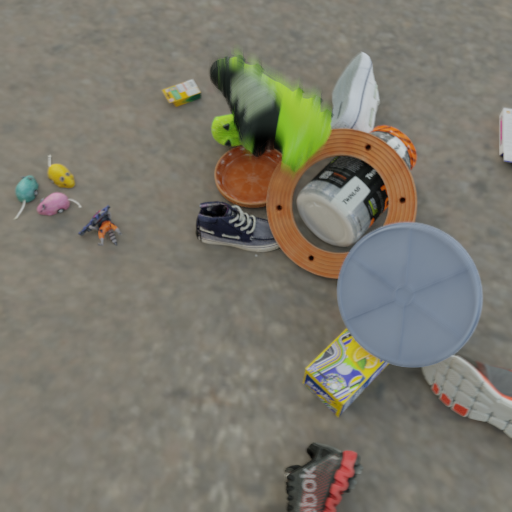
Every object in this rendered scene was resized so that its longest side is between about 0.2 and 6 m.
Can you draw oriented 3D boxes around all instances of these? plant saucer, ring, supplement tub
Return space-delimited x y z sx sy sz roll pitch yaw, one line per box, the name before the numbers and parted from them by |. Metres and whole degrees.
plant saucer | -0.068 -1.689 11.905 1.622 0.262 1.622 0 60 1
ring | 1.574 -0.965 10.555 2.809 0.269 2.809 1 95 16
supplement tub | 2.040 -1.423 11.064 1.459 1.459 2.381 37 67 19

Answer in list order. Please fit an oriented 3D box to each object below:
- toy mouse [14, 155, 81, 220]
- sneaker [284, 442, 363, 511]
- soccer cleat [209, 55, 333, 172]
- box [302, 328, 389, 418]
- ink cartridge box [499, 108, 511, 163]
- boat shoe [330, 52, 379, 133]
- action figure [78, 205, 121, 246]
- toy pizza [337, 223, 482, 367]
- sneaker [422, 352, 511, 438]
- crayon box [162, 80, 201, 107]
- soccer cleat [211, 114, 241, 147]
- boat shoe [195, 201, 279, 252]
toy mouse | -4.461 -1.311 11.639 1.705 0.330 1.515 40 67 20
sneaker | 0.747 3.781 8.453 1.049 0.759 2.148 26 61 14
soccer cleat | -0.039 -2.667 10.201 1.343 1.119 3.314 -53 50 4
box | 1.977 1.534 9.723 2.511 0.807 0.880 -40 68 -21
ink cartridge box | 5.814 -2.569 12.396 0.764 0.299 1.614 11 58 6
boat shoe | 2.291 -3.474 12.660 0.918 1.011 2.749 32 54 -18
action figure | -3.109 -0.541 11.245 0.869 0.454 0.840 -36 56 11
toy pizza | 2.367 0.607 8.804 2.258 0.358 2.258 1 93 30
sneaker | 3.956 2.253 9.448 2.418 0.932 0.990 35 38 19
crayon box | -1.751 -3.804 13.156 0.785 0.203 0.494 -23 62 -13
soccer cleat | 0.305 -2.866 12.269 2.604 0.879 1.055 -3 31 -10
boat shoe | -0.293 -0.594 10.915 1.865 0.865 0.696 2 60 2
